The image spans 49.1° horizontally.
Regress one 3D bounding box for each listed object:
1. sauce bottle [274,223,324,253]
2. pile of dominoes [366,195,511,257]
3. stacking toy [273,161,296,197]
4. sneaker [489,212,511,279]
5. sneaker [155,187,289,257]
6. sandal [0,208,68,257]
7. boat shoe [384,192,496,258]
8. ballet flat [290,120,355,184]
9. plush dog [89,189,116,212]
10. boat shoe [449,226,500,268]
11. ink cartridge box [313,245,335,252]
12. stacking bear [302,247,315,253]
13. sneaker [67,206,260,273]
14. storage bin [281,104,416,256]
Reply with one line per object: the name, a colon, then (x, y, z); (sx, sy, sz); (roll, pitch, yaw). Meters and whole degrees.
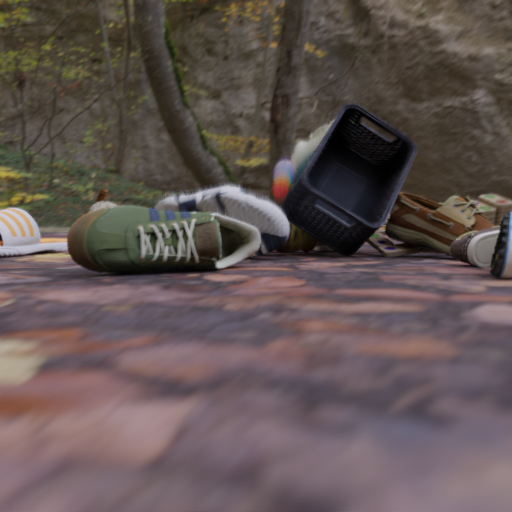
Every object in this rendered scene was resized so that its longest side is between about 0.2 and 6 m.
sauce bottle: (0.829, -0.407, 12.116); (2.020, 0.654, 0.654); (-14, 8, -18)
pile of dominoes: (3.959, -0.898, 12.725); (3.500, 0.557, 2.728); (-7, 22, -12)
stacking toy: (0.543, -1.564, 11.804); (0.491, 0.491, 1.150); (1, 31, 11)
sneaker: (3.875, -0.137, 7.784); (0.895, 0.888, 2.471); (19, 19, 33)
sneaker: (-0.317, -0.845, 11.805); (3.247, 1.296, 2.113); (-1, 15, 39)
sandal: (-5.243, -0.533, 12.206); (1.344, 1.005, 3.507); (1, 4, 18)
boat shoe: (3.819, -0.620, 10.868); (2.896, 1.069, 1.096); (18, 20, 40)
ballet flat: (1.407, -2.558, 13.385); (2.253, 0.782, 0.782); (-39, 17, -16)
plush dog: (-4.051, -0.918, 16.501); (1.742, 1.627, 2.028); (23, 1, -7)
boat shoe: (4.213, -0.185, 9.435); (2.032, 0.730, 0.605); (-8, 10, -23)
ink cartridge box: (1.754, -0.506, 13.378); (0.776, 0.790, 1.073); (1, 4, -9)
stacking bear: (0.842, -0.367, 12.930); (1.127, 0.641, 0.685); (11, 26, 18)
sneaker: (-1.110, -0.268, 8.124); (1.318, 0.984, 2.936); (-3, -2, 37)
storage bin: (1.971, -1.633, 11.866); (1.869, 2.765, 1.296); (32, -33, -1)
